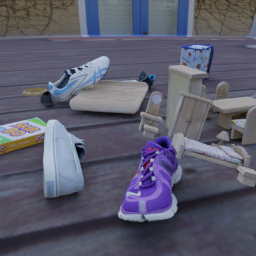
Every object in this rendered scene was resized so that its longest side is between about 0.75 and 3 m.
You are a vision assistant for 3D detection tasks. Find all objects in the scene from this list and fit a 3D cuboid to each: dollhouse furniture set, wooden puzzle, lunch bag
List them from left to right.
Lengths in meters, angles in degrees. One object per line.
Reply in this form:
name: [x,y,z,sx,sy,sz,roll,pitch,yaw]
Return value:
wooden puzzle: [-0.612,-1.137,10.860,2.521,0.630,2.722,4,27,10]
dollhouse furniture set: [1.249,-0.038,5.275,1.917,1.098,2.248,15,10,-3]
lunch bag: [3.785,-3.524,14.985,1.312,1.801,2.119,22,29,32]
dollhouse furniture set: [2.771,-0.888,8.432,2.972,1.934,2.730,-8,24,-18]

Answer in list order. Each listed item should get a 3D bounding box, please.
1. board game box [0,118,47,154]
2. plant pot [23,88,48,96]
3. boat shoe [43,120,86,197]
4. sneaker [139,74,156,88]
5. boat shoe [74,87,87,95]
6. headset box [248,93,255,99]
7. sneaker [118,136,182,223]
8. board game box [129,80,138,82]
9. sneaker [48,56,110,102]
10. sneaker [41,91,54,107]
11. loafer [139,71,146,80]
board game box: [-3.289,0.250,7.800,2.650,0.397,1.266,-15,27,-38]
plant pot: [-4.166,-1.640,12.597,1.123,0.154,1.123,0,23,0]
boat shoe: [-1.424,0.613,6.351,0.924,0.905,2.594,1,27,-15]
sneaker: [0.772,-2.114,12.934,0.567,0.634,1.549,38,35,8]
boat shoe: [-2.173,-1.774,12.413,1.712,0.531,0.616,-2,23,-5]
headset box: [4.801,-0.762,9.879,1.170,0.591,1.575,17,28,35]
sneaker: [0.410,0.846,5.236,0.997,1.031,2.472,-6,17,17]
board game box: [0.199,-2.121,13.669,0.703,0.219,0.932,-8,24,-18]
sneaker: [-1.888,-2.080,11.122,2.716,0.984,0.976,-36,49,-9]
sneaker: [-3.218,-1.233,11.116,0.446,0.533,1.174,-14,25,-26]
loafer: [0.785,-2.808,15.115,0.370,0.383,1.091,2,22,5]
